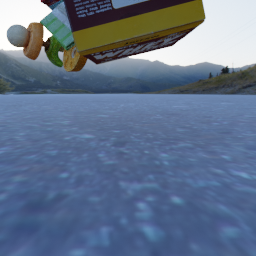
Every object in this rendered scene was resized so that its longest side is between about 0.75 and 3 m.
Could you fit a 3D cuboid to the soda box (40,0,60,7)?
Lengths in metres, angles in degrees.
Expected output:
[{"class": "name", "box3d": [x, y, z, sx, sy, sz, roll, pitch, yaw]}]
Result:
[{"class": "soda box", "box3d": [-1.627, -3.149, 6.457, 0.884, 0.310, 0.280, -12, -4, 26]}]

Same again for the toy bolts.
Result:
[{"class": "toy bolts", "box3d": [-2.381, -3.245, 8.576, 1.928, 2.780, 2.656, 9, 21, -38]}]

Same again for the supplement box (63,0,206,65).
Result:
[{"class": "supplement box", "box3d": [-0.157, -2.781, 4.955, 1.861, 2.802, 2.764, -14, 9, 2]}]

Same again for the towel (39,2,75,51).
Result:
[{"class": "towel", "box3d": [-1.154, -2.997, 7.309, 1.520, 2.038, 0.313, 48, -5, 30]}]
